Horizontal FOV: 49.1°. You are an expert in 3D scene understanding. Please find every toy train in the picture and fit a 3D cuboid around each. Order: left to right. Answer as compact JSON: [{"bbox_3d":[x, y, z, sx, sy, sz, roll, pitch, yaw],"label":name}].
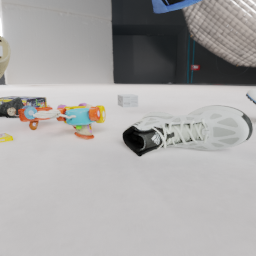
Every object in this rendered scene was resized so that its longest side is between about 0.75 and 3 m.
[{"bbox_3d":[-1.853,-0.174,7.410,2.231,0.826,2.970,-7,10,-28],"label":"toy train"}]

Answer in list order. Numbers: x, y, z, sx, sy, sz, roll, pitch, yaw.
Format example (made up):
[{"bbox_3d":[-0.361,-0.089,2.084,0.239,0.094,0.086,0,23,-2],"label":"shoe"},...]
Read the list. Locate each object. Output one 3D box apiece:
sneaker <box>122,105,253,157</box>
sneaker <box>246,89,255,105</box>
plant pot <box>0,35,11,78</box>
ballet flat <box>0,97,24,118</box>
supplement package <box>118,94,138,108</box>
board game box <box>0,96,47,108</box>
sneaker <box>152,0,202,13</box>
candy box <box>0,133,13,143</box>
[{"bbox_3d":[1.001,0.212,5.521,2.536,0.957,1.459,-2,17,36],"label":"sneaker"},{"bbox_3d":[4.822,-0.765,8.321,2.493,0.904,0.896,20,29,12],"label":"sneaker"},{"bbox_3d":[-2.615,-1.302,5.113,1.090,1.021,1.021,-6,3,45],"label":"plant pot"},{"bbox_3d":[-5.115,-0.823,10.610,2.720,0.773,0.904,2,11,13],"label":"ballet flat"},{"bbox_3d":[-0.013,-1.364,13.933,0.796,0.566,1.021,-4,13,-16],"label":"supplement package"},{"bbox_3d":[-4.945,-1.107,12.723,1.921,0.545,1.588,3,13,16],"label":"board game box"},{"bbox_3d":[1.538,-3.118,5.382,2.833,1.103,0.993,-2,31,43],"label":"sneaker"},{"bbox_3d":[-3.323,0.281,6.610,1.028,0.136,0.525,-10,17,-41],"label":"candy box"}]
